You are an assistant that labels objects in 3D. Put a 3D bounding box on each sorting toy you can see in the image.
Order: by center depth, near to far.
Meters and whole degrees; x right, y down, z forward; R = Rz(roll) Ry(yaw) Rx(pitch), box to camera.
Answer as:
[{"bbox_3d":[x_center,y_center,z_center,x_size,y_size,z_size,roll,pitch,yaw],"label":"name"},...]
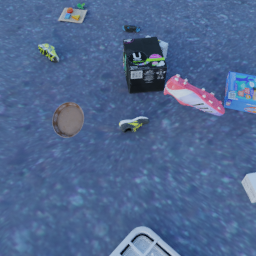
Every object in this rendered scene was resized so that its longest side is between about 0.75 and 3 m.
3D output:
[{"bbox_3d":[-3.083,-6.687,16.070,1.421,0.283,1.923,5,52,5],"label":"sorting toy"}]

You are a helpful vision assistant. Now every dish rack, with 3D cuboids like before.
[{"bbox_3d":[0.585,4.128,7.182,2.584,0.562,2.217,35,58,25],"label":"dish rack"}]

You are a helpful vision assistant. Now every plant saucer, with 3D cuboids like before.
[{"bbox_3d":[-1.786,-0.238,8.514,1.098,0.189,1.098,-3,80,19],"label":"plant saucer"}]

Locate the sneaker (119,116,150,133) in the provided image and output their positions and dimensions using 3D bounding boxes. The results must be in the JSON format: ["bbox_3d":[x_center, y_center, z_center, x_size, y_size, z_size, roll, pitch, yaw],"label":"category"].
[{"bbox_3d":[0.269,-0.078,10.709,1.176,0.438,0.498,-12,58,2],"label":"sneaker"}]

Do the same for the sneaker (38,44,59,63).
[{"bbox_3d":[-3.725,-3.684,13.474,0.581,0.574,1.521,-35,60,-24],"label":"sneaker"}]

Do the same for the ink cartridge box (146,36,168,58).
[{"bbox_3d":[1.265,-3.773,13.356,1.158,0.855,0.496,27,55,19],"label":"ink cartridge box"}]

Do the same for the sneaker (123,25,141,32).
[{"bbox_3d":[0.198,-5.310,14.988,0.970,0.355,0.397,13,32,7],"label":"sneaker"}]

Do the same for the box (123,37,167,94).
[{"bbox_3d":[0.665,-2.765,12.216,1.614,1.351,2.174,-5,51,-5],"label":"box"}]

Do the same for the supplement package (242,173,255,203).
[{"bbox_3d":[4.352,1.858,9.011,0.994,0.551,0.775,-8,52,-7],"label":"supplement package"}]

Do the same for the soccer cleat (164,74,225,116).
[{"bbox_3d":[2.510,-1.102,10.653,2.404,0.919,0.802,32,40,1],"label":"soccer cleat"}]

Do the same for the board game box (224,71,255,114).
[{"bbox_3d":[5.303,-1.399,11.640,2.387,0.537,1.816,13,52,10],"label":"board game box"}]
